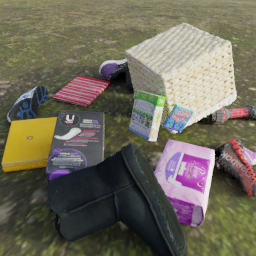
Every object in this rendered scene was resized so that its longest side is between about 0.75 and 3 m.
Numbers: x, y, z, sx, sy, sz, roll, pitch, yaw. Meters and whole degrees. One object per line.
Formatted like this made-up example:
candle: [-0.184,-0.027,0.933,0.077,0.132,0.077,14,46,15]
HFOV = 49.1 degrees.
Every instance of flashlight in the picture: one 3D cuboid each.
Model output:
flashlight: [4.289,-0.572,11.121,2.083,0.708,0.705,-5,58,-10]

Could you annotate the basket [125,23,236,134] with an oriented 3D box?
basket: [1.852,-1.904,10.049,2.919,2.348,2.893,-27,41,-12]

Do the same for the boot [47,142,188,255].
boot: [-0.293,2.068,6.404,2.475,2.946,1.125,-28,-1,15]

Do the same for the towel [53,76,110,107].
towel: [-2.151,-1.792,13.396,1.824,0.284,2.523,13,37,16]

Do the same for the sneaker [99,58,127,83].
sneaker: [0.009,-2.965,14.780,2.918,1.105,1.278,-21,55,-29]

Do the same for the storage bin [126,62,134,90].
storage bin: [0.997,-2.842,13.789,1.082,1.561,2.309,22,40,30]

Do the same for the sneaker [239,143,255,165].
sneaker: [3.842,0.808,9.256,0.651,0.414,1.141,-1,43,-8]

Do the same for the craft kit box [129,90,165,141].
craft kit box: [0.568,-0.435,8.979,0.342,1.391,1.408,2,14,-27]

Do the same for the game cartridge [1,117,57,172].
game cartridge: [-2.670,0.436,9.791,2.911,0.472,2.566,-4,33,-11]

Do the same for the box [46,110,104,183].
box: [-1.418,0.722,8.060,1.437,1.247,2.351,3,45,-5]

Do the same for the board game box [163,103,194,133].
board game box: [1.548,-0.301,8.613,0.626,0.823,0.185,17,29,-19]

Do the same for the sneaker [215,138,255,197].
sneaker: [3.168,1.221,8.308,0.994,0.719,2.035,-17,43,6]

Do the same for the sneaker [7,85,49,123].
sneaker: [-4.217,-0.888,11.646,0.919,0.904,2.387,-15,27,28]

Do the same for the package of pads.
package of pads: [1.512,1.398,7.760,1.516,0.952,2.516,11,34,17]
